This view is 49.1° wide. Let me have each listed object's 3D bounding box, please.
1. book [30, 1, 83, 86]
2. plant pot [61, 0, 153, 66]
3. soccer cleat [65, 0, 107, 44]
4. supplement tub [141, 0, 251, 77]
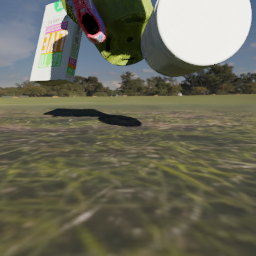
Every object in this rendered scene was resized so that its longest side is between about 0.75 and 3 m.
[{"bbox_3d":[-2.334,-2.965,9.706,1.928,2.886,0.693,4,-6,41],"label":"book"},{"bbox_3d":[-0.320,-3.021,7.461,2.575,2.445,2.575,-15,-33,-10],"label":"plant pot"},{"bbox_3d":[-0.996,-2.616,6.012,0.576,1.727,0.660,-28,6,5],"label":"soccer cleat"},{"bbox_3d":[1.034,-1.699,5.050,1.448,1.448,2.195,0,7,-4],"label":"supplement tub"}]
